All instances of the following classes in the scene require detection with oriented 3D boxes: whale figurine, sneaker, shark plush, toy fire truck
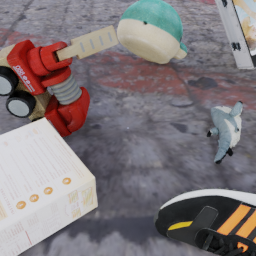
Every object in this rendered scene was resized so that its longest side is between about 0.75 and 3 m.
[{"bbox_3d":[0.810,-2.854,8.595,2.297,1.498,2.887,22,4,13],"label":"whale figurine"},{"bbox_3d":[1.776,1.687,4.193,2.737,0.957,1.231,4,39,-1],"label":"sneaker"},{"bbox_3d":[2.228,0.170,6.586,0.758,0.827,1.819,5,56,23],"label":"shark plush"},{"bbox_3d":[-1.329,-1.089,6.226,2.469,2.173,1.588,-14,40,16],"label":"toy fire truck"}]

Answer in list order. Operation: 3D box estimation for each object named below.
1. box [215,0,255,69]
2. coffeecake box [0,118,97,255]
[{"bbox_3d":[3.518,-3.233,8.484,0.842,2.801,1.634,-21,8,10],"label":"box"},{"bbox_3d":[-2.182,1.125,4.954,2.607,0.952,2.001,-25,48,-28],"label":"coffeecake box"}]
